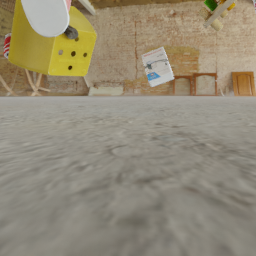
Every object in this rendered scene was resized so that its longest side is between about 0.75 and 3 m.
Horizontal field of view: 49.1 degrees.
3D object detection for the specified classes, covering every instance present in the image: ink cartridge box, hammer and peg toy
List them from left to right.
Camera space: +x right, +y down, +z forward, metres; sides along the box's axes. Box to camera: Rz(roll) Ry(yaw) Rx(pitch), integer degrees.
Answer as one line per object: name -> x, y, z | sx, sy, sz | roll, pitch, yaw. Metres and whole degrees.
ink cartridge box -> 1.180, -2.457, 11.257 | 0.975, 1.331, 0.572 | -20, -26, 13
hammer and peg toy -> 2.153, -2.813, 5.798 | 1.230, 0.590, 1.672 | -40, 13, 45

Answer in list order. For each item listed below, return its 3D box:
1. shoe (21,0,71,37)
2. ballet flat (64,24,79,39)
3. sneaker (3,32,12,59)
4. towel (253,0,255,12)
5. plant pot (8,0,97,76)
shoe -> -1.489, -2.824, 4.464 | 0.891, 2.495, 1.135 | -10, 34, -2
ballet flat -> -1.548, -2.489, 7.025 | 0.315, 0.217, 0.934 | -40, -16, 15
sneaker -> -3.441, -2.866, 10.110 | 2.072, 1.165, 0.738 | -2, -31, -1
towel -> 3.459, -2.897, 7.237 | 0.266, 2.335, 1.682 | -12, 33, 28
plant pot -> -2.080, -2.484, 8.237 | 1.977, 1.977, 1.744 | -9, 38, -46
